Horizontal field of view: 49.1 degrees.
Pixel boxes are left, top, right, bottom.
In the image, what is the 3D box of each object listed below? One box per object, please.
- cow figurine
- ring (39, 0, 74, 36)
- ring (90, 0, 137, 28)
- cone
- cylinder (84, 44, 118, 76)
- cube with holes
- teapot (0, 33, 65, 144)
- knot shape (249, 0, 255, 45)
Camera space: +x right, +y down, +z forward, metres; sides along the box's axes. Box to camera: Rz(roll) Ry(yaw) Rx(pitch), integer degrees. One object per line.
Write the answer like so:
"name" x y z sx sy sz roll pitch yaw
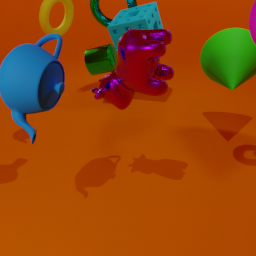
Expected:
"cow figurine" 0.005 -0.915 4.435 1.378 1.401 0.769 9 47 21
"ring" -2.313 -3.687 9.161 0.291 1.455 1.455 28 37 20
"ring" -0.501 -4.171 9.601 1.669 1.669 0.334 5 48 10
"cone" 2.539 -1.354 6.848 1.616 1.616 1.622 7 41 13
"cylinder" -0.846 -2.221 9.138 0.868 0.868 0.868 -8 26 19
"cube with holes" 0.324 -3.036 8.978 1.268 1.268 1.268 -2 42 26
"teapot" -1.399 -0.647 4.291 0.850 1.737 1.080 16 -5 12
"knot shape" 2.843 -1.616 4.014 1.760 1.647 0.813 32 48 -13
